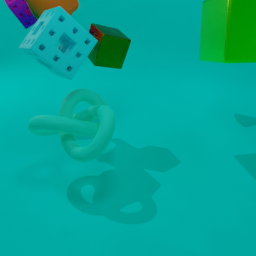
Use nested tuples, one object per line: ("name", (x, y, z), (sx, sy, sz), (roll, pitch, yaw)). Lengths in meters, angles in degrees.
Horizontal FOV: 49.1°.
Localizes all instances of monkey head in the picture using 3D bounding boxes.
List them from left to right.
("monkey head", (-1.828, -2.826, 6.592), (1.708, 1.229, 1.029), (35, 66, -8))

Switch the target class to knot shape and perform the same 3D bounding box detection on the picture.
("knot shape", (-0.976, -0.180, 6.012), (1.916, 0.885, 1.793), (11, 36, 21))

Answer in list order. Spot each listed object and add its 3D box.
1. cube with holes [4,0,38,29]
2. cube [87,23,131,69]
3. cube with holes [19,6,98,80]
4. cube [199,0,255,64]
("cube with holes", (-2.822, -3.505, 7.712), (0.869, 0.869, 0.869), (-32, 64, 0))
("cube", (-0.507, -1.930, 6.646), (0.752, 0.752, 0.752), (0, 37, -34))
("cube with holes", (-1.434, -1.703, 5.711), (0.965, 0.965, 0.965), (-58, 36, -5))
("cube", (2.483, -2.145, 6.104), (1.369, 1.369, 1.369), (-3, 16, -8))
